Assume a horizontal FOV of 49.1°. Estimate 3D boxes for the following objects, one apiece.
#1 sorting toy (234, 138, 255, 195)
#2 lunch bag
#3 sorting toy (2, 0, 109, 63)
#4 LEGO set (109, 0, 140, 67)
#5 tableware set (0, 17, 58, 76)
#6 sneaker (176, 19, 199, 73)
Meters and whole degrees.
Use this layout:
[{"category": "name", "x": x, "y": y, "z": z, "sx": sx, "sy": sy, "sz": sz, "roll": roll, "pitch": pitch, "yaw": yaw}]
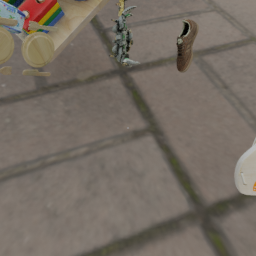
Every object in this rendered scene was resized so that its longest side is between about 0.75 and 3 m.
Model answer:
[{"category": "sorting toy", "x": 1.596, "y": -0.290, "z": 2.627, "sx": 0.811, "sy": 1.367, "sz": 1.518, "roll": 9, "pitch": 44, "yaw": 35}, {"category": "lunch bag", "x": -2.762, "y": -2.292, "z": 5.514, "sx": 0.980, "sy": 0.503, "sz": 1.220, "roll": 18, "pitch": 5, "yaw": 43}, {"category": "sorting toy", "x": -2.206, "y": -3.806, "z": 7.159, "sx": 2.990, "sy": 1.041, "sz": 2.972, "roll": 41, "pitch": 87, "yaw": 11}, {"category": "LEGO set", "x": -0.215, "y": -2.374, "z": 7.006, "sx": 0.661, "sy": 1.516, "sz": 2.334, "roll": -2, "pitch": 35, "yaw": -12}, {"category": "tableware set", "x": -1.664, "y": -1.212, "z": 4.152, "sx": 0.247, "sy": 0.814, "sz": 1.232, "roll": 31, "pitch": 25, "yaw": 33}, {"category": "sneaker", "x": 0.944, "y": -1.424, "z": 4.837, "sx": 0.336, "sy": 0.889, "sz": 0.313, "roll": 10, "pitch": 4, "yaw": -38}]
